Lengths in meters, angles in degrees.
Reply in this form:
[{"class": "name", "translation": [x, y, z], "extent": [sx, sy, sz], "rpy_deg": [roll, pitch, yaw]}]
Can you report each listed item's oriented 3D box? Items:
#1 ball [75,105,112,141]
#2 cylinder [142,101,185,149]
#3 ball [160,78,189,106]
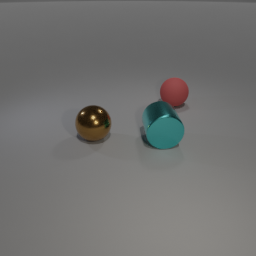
[{"class": "ball", "translation": [-1.338, -0.186, 10.834], "extent": [1.400, 1.400, 1.400], "rpy_deg": [0, 28, 0]}, {"class": "cylinder", "translation": [1.308, -0.133, 10.710], "extent": [1.400, 1.400, 1.400], "rpy_deg": [-2, 28, -4]}, {"class": "ball", "translation": [2.270, -1.767, 13.751], "extent": [1.400, 1.400, 1.400], "rpy_deg": [0, 28, 0]}]
